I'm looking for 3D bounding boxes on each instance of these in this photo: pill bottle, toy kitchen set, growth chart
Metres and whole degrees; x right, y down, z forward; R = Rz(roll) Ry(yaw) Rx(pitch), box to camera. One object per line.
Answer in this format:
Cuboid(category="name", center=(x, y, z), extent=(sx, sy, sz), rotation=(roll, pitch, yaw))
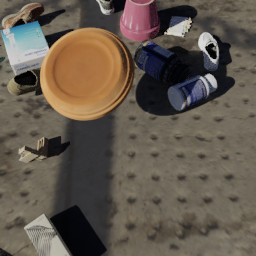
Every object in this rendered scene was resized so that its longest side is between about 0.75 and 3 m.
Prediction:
Cuboid(category="pill bottle", center=(1.272, -2.405, 10.591), extent=(2.030, 1.135, 1.135), rotation=(36, 64, 20))
Cuboid(category="pill bottle", center=(2.337, -1.333, 10.056), extent=(1.632, 0.906, 0.906), rotation=(-25, 61, -15))
Cuboid(category="toy kitchen set", center=(-3.119, 0.655, 8.998), extent=(0.661, 0.810, 0.731), rotation=(-29, 52, 31))
Cuboid(category="growth chart", center=(2.285, -4.567, 12.540), extent=(1.000, 0.123, 1.381), rotation=(16, 59, 9))

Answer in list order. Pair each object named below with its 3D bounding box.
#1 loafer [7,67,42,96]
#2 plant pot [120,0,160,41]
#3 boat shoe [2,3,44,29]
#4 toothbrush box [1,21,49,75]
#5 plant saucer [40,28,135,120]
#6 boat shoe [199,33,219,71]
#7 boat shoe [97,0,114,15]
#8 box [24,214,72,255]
Cuboid(category="loafer", center=(-3.300, -1.779, 10.214), extent=(2.099, 0.708, 0.798), rotation=(-31, 90, -28))
Cuboid(category="plant pot", center=(0.530, -4.867, 11.882), extent=(1.745, 1.562, 1.745), rotation=(0, 57, 0))
Cuboid(category="boat shoe", center=(-4.515, -4.798, 12.379), extent=(1.981, 0.750, 0.711), rotation=(-36, 68, -10))
Cuboid(category="toothbrush box", center=(-3.970, -3.111, 11.161), extent=(1.541, 0.898, 2.106), rotation=(-21, 60, -13))
Cuboid(category="plant saucer", center=(-1.206, -1.606, 7.866), extent=(2.763, 0.517, 2.763), rotation=(-1, 79, 8))
Cuboid(category="boat shoe", center=(3.381, -3.282, 11.409), extent=(0.753, 0.669, 2.047), rotation=(-3, 58, -2))
Cuboid(category="boat shoe", center=(-1.183, -6.363, 13.309), extent=(0.790, 0.712, 2.235), rotation=(-19, 60, -12))
Cuboid(category="box", center=(-2.043, 3.163, 7.450), extent=(0.666, 0.554, 1.622), rotation=(-35, 64, -20))
